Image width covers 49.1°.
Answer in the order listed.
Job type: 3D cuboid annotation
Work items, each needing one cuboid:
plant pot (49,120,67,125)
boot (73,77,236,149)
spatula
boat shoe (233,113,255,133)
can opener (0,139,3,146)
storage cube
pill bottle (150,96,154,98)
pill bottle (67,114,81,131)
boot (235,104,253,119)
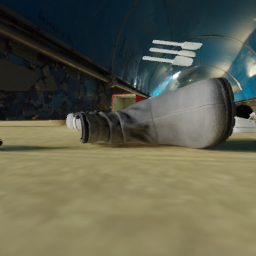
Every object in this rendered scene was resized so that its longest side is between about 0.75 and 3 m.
[{"bbox_3d":[-3.420,-0.306,15.800,2.000,0.275,2.000,-1,2,0],"label":"plant pot"},{"bbox_3d":[0.136,-0.046,3.841,1.633,0.865,2.480,-4,-8,-17],"label":"boot"},{"bbox_3d":[1.659,-2.945,10.828,2.049,1.425,0.165,16,-29,27],"label":"spatula"},{"bbox_3d":[3.667,-0.157,7.992,1.595,0.557,0.565,0,2,-7],"label":"boat shoe"},{"bbox_3d":[-2.273,0.154,3.742,1.215,0.478,0.385,-2,40,22],"label":"can opener"},{"bbox_3d":[0.129,-1.194,17.900,1.689,1.975,1.776,1,-4,29],"label":"storage cube"},{"bbox_3d":[1.607,-0.844,13.686,1.508,1.508,2.689,-1,2,-19],"label":"pill bottle"},{"bbox_3d":[-1.311,-0.197,8.604,1.044,0.594,0.594,1,2,17],"label":"pill bottle"},{"bbox_3d":[3.786,-0.527,12.108,2.506,0.957,2.106,-8,10,-27],"label":"boot"}]
